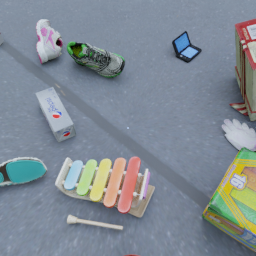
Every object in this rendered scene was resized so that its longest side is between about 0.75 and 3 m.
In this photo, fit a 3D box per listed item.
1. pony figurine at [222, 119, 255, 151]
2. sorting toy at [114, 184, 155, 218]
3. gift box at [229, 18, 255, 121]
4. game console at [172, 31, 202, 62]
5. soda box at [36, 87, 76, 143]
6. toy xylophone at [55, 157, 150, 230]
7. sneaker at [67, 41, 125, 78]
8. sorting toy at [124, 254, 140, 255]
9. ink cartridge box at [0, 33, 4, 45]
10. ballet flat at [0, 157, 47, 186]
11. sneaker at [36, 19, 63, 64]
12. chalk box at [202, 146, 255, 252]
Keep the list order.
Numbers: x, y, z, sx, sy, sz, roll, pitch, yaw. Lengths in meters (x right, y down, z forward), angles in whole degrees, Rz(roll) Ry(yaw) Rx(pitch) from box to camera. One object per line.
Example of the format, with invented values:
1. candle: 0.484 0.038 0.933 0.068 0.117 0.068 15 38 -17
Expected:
1. pony figurine: 4.247 0.262 8.172 2.393 1.993 2.310 -10 61 -26
2. sorting toy: 0.091 1.868 7.758 1.061 0.194 0.982 18 54 19
3. gift box: 4.729 -1.962 9.196 2.926 2.732 2.700 -8 51 19
4. game console: 2.435 -3.346 11.503 0.941 0.622 1.069 35 60 24
5. soda box: -2.406 -0.472 9.278 0.659 0.613 1.932 -24 56 -18
6. toy xylophone: -0.681 1.657 7.477 2.555 0.642 1.871 -1 51 9
7. sneaker: -1.255 -2.581 10.498 2.457 1.046 0.959 19 91 19
8. sorting toy: 0.411 3.849 5.618 1.613 1.102 2.684 -32 59 -23
9. ink cartridge box: -6.029 -4.018 11.862 1.201 0.875 0.497 19 55 14
10. ballet flat: -3.445 1.228 7.918 2.203 0.790 0.790 -12 53 -15
11. sneaker: -3.199 -3.610 11.596 1.008 0.930 2.286 -8 61 -8
12. chalk box: 3.374 2.013 6.446 2.735 1.693 1.701 29 72 21
